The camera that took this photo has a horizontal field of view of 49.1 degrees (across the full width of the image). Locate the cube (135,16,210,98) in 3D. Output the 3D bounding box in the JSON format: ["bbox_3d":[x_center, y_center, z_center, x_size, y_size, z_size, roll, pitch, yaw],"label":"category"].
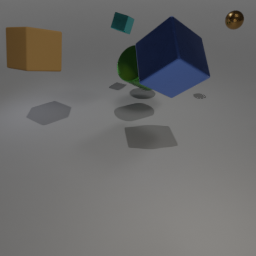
[{"bbox_3d":[1.216,-1.900,7.823,1.400,1.400,1.400,17,58,-40],"label":"cube"}]

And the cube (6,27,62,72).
[{"bbox_3d":[-3.338,-2.781,9.972,1.400,1.400,1.400,16,18,38],"label":"cube"}]

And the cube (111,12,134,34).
[{"bbox_3d":[-0.239,-4.671,12.510,0.700,0.700,0.700,25,18,19],"label":"cube"}]

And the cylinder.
[{"bbox_3d":[0.526,-2.287,10.827,1.400,1.400,1.400,24,7,36],"label":"cylinder"}]

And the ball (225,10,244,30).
[{"bbox_3d":[4.144,-4.199,10.900,0.700,0.700,0.700,0,29,0],"label":"ball"}]
